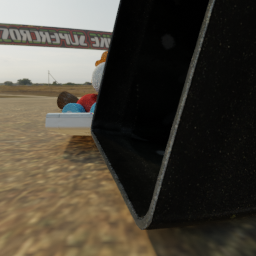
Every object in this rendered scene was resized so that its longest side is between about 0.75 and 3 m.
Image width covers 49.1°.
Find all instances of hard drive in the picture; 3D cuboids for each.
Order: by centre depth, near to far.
[{"bbox_3d":[-0.112,-0.048,6.048,2.737,0.365,1.806,1,-6,6],"label":"hard drive"}]

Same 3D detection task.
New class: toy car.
[{"bbox_3d":[-0.713,-1.126,8.121,1.859,2.102,1.937,-1,1,29],"label":"toy car"}]

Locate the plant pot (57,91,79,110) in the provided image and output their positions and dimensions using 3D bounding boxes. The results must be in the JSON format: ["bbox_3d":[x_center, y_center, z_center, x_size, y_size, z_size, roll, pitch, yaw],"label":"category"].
[{"bbox_3d":[-3.188,-1.430,15.717,1.151,1.076,1.076,17,15,29],"label":"plant pot"}]

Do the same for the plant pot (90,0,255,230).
[{"bbox_3d":[1.255,-0.721,3.346,2.546,2.864,2.871,11,11,-17],"label":"plant pot"}]
